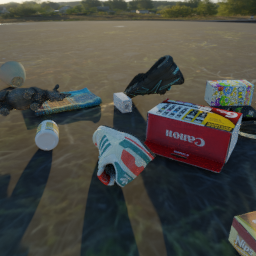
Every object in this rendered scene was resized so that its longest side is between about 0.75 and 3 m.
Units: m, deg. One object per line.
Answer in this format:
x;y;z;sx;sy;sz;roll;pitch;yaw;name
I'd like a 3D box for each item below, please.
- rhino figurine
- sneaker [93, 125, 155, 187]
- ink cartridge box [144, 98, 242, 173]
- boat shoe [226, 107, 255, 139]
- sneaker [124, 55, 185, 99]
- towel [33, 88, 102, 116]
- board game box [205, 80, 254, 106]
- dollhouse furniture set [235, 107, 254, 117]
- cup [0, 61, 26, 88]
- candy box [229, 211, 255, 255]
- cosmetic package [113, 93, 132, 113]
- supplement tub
-3.048;-0.965;8.964;2.465;0.737;1.078;-9;20;-7;rhino figurine
-0.439;0.662;6.507;1.135;0.855;2.428;-51;27;-15;sneaker
1.691;0.081;7.554;2.245;0.941;1.971;15;28;25;ink cartridge box
3.212;-0.276;8.674;2.099;0.696;0.784;21;33;37;boat shoe
0.859;-1.568;10.406;2.838;1.125;1.070;-23;33;53;sneaker
-2.455;-1.074;10.846;2.503;0.272;1.835;-12;27;-24;towel
3.880;-1.363;10.820;1.562;0.804;0.819;-2;26;-4;board game box
4.039;-0.341;9.167;0.509;0.393;1.018;-22;33;-37;dollhouse furniture set
-5.102;-2.292;12.585;1.165;1.165;0.833;-17;48;-31;cup
2.888;1.801;4.467;2.105;0.582;1.215;-8;27;-16;candy box
-0.208;-0.943;10.318;0.386;0.490;0.910;-11;29;-20;cosmetic package
-2.248;0.178;7.836;0.609;0.609;0.842;-5;26;-10;supplement tub
